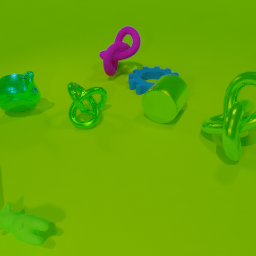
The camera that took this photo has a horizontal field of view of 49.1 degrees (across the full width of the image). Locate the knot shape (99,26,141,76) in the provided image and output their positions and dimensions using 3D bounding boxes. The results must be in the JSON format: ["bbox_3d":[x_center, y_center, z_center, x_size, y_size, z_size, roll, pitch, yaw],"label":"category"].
[{"bbox_3d":[-0.385,-2.671,9.864,1.791,0.828,1.676,-51,19,-2],"label":"knot shape"}]

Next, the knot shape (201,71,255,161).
[{"bbox_3d":[2.471,-0.151,6.410,0.940,2.034,1.903,28,54,-4],"label":"knot shape"}]

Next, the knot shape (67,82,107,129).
[{"bbox_3d":[-1.136,-0.572,7.525,1.302,1.218,0.602,18,-18,-37],"label":"knot shape"}]

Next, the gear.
[{"bbox_3d":[0.878,-1.578,9.390,1.712,0.317,1.712,0,36,0],"label":"gear"}]

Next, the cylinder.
[{"bbox_3d":[1.038,-0.813,7.714,1.024,1.024,1.024,17,39,22],"label":"cylinder"}]

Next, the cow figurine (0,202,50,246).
[{"bbox_3d":[-1.785,1.579,4.581,0.950,0.965,0.530,23,68,-6],"label":"cow figurine"}]

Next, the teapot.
[{"bbox_3d":[-3.131,-1.013,7.806,1.243,2.000,0.979,2,70,-46],"label":"teapot"}]
